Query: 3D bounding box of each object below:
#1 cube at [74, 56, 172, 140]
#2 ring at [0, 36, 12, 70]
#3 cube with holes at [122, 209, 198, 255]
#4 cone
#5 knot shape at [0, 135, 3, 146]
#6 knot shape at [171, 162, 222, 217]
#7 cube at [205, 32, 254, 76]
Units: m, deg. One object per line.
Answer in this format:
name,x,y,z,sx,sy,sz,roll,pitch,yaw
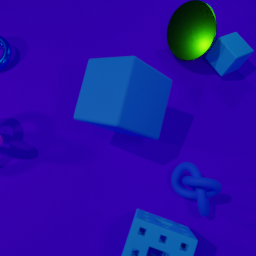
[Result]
cube,-0.093,-0.611,5.953,1.350,1.350,1.350,10,84,43
ring,-3.884,-2.120,7.966,1.165,0.233,1.165,-1,77,4
cube with holes,0.510,2.331,5.283,1.120,1.120,1.120,19,84,6
cone,2.163,-2.646,7.907,1.536,1.531,1.531,-10,59,-44
knot shape,-3.523,-0.007,6.384,0.700,1.514,1.417,-13,70,-49
knot shape,1.484,1.345,5.965,0.553,1.196,1.119,-33,107,-20
cube,2.740,-2.007,7.619,0.749,0.749,0.749,-25,71,-28
